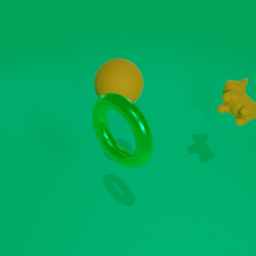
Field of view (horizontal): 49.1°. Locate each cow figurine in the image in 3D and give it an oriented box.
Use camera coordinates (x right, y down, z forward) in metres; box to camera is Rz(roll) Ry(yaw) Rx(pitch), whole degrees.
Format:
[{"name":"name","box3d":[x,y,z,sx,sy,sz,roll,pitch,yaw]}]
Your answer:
[{"name":"cow figurine","box3d":[2.338,-0.571,5.816,1.027,0.573,1.043,-22,50,-29]}]

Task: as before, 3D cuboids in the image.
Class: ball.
[{"name":"ball","box3d":[-0.166,-0.788,4.990,0.870,0.870,0.870,0,39,0]}]

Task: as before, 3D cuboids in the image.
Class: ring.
[{"name":"ring","box3d":[-0.100,0.047,3.746,0.217,1.087,1.087,-30,48,-35]}]
